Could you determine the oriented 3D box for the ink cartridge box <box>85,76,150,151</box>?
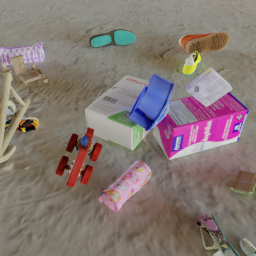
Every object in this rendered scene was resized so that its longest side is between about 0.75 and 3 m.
[{"bbox_3d":[0.061,-0.683,10.378,1.995,1.152,2.731,22,44,24],"label":"ink cartridge box"}]

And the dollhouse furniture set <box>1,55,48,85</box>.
[{"bbox_3d":[-4.825,-2.612,12.946,1.507,0.863,1.768,-28,47,-29],"label":"dollhouse furniture set"}]

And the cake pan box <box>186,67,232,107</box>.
[{"bbox_3d":[2.259,-1.104,7.802,0.973,0.896,0.254,30,41,-27],"label":"cake pan box"}]

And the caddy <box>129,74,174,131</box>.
[{"bbox_3d":[0.830,-0.764,8.779,0.997,1.343,1.899,30,51,-5],"label":"caddy"}]

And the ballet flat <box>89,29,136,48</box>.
[{"bbox_3d":[-0.914,-5.195,16.073,2.712,0.922,0.927,-8,29,-10],"label":"ballet flat"}]

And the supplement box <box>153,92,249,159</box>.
[{"bbox_3d":[2.402,-0.177,9.566,2.785,1.409,1.439,-13,42,-14],"label":"supplement box"}]

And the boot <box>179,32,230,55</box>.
[{"bbox_3d":[4.246,-4.913,15.656,2.774,1.041,1.488,-14,36,-15],"label":"boot"}]

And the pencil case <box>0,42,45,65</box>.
[{"bbox_3d":[-5.375,-3.775,14.273,2.251,0.962,0.945,-12,40,-13],"label":"pencil case"}]

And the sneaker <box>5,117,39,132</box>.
[{"bbox_3d":[-3.921,-0.073,10.208,1.266,0.443,0.570,-7,37,-11],"label":"sneaker"}]

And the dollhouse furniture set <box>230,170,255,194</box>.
[{"bbox_3d":[3.883,1.800,8.120,1.603,0.619,0.801,7,44,39],"label":"dollhouse furniture set"}]

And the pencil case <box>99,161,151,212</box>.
[{"bbox_3d":[-0.048,1.625,7.974,0.725,0.725,1.659,29,49,30],"label":"pencil case"}]

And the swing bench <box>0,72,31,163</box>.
[{"bbox_3d":[-5.196,-0.230,9.171,2.861,1.866,2.877,6,67,5],"label":"swing bench"}]

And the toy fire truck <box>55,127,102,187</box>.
[{"bbox_3d":[-1.064,0.647,6.358,0.799,1.197,1.425,23,74,-10],"label":"toy fire truck"}]

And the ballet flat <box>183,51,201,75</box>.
[{"bbox_3d":[3.144,-3.288,13.912,0.631,0.633,1.887,6,38,30],"label":"ballet flat"}]

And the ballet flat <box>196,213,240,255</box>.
[{"bbox_3d":[2.172,2.824,6.707,0.616,0.598,1.731,-26,38,-2],"label":"ballet flat"}]

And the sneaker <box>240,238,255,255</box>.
[{"bbox_3d":[2.998,2.895,6.603,0.316,0.482,0.838,-13,41,-15],"label":"sneaker"}]
